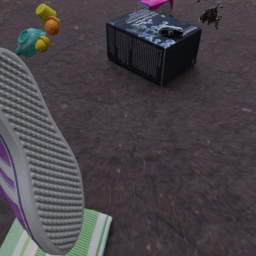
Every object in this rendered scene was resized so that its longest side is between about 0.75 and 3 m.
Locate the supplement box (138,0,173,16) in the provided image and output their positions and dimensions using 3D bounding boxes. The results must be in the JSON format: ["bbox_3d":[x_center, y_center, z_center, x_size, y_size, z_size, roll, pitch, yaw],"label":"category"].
[{"bbox_3d":[1.447,-6.221,14.568,1.780,0.901,0.920,-31,51,-29],"label":"supplement box"}]

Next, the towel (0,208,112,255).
[{"bbox_3d":[-1.501,2.358,5.917,2.105,0.246,1.605,6,43,8],"label":"towel"}]

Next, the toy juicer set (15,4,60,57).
[{"bbox_3d":[-2.218,-1.935,6.622,1.868,0.508,1.188,-47,54,7],"label":"toy juicer set"}]

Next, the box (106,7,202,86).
[{"bbox_3d":[0.920,-3.270,10.912,2.969,1.590,2.204,34,53,29],"label":"box"}]

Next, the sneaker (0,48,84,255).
[{"bbox_3d":[-1.683,0.475,3.941,1.596,2.799,1.014,-13,10,28],"label":"sneaker"}]

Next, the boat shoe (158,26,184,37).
[{"bbox_3d":[1.464,-3.265,9.552,0.884,0.317,0.300,3,42,-8],"label":"boat shoe"}]

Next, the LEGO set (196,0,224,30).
[{"bbox_3d":[2.552,-3.724,8.859,0.897,1.382,0.392,-24,45,-3],"label":"LEGO set"}]
